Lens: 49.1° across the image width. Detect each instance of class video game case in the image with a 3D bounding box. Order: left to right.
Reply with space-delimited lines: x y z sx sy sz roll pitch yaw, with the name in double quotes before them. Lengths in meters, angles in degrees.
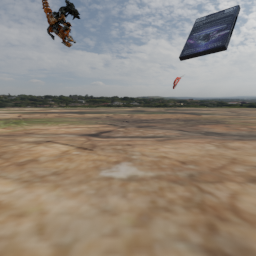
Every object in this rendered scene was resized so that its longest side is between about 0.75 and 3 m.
"video game case" 1.398 -1.625 4.783 0.818 1.144 0.109 -4 -41 41

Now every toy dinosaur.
"toy dinosaur" -2.341 -3.775 9.640 1.281 1.887 0.964 -33 36 0

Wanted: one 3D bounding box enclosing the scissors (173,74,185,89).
"scissors" 2.145 -2.061 11.538 0.092 0.482 1.317 25 50 21
